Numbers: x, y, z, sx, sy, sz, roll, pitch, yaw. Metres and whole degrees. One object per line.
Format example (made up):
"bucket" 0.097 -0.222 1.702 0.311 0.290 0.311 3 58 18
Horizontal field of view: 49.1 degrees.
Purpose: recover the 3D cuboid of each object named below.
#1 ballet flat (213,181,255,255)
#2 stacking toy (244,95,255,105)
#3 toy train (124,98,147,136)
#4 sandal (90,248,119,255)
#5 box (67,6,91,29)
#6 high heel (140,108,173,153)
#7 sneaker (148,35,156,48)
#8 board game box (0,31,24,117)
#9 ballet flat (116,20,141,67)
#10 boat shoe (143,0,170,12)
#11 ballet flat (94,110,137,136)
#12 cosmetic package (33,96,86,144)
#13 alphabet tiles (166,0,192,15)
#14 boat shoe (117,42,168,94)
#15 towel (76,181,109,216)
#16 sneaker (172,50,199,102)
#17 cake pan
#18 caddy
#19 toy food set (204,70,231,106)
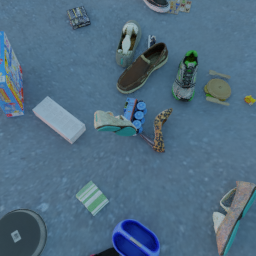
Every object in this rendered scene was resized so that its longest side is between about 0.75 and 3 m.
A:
"ballet flat" 3.595 3.062 9.877 0.958 0.970 2.849 24 61 33
"stacking toy" 6.138 -1.074 11.948 1.400 0.436 1.857 -39 73 -14
"toy train" 0.216 -0.460 11.520 0.923 0.700 1.615 9 68 14
"sandal" -1.129 4.526 9.370 1.756 0.396 0.659 -24 68 -10
"box" -2.476 -5.545 14.031 0.921 0.281 1.143 -19 67 -10
"high heel" 1.492 0.106 11.212 1.754 0.626 1.250 -46 66 -1
"sneaker" 1.145 -4.055 13.307 0.360 0.356 0.907 3 64 7
"board game box" -4.894 -2.070 11.241 0.691 2.471 2.420 -9 66 -8
"ballet flat" 0.074 -4.183 13.059 0.968 0.915 2.873 10 66 4
"boat shoe" 1.152 -6.869 14.351 0.878 0.724 2.558 -39 69 -14
"ballet flat" -0.373 -0.188 9.665 0.759 2.249 0.701 -21 73 24
"cosmetic package" -2.810 -0.333 11.505 2.128 0.539 0.878 37 71 15
"alphabet tiles" 2.445 -6.440 14.559 1.632 0.062 1.364 13 66 7
"boat shoe" 0.610 -2.757 12.302 1.097 1.099 2.970 39 71 16
"towel" -1.325 2.608 10.405 0.810 0.124 1.062 -41 71 -17
"sneaker" 2.496 -2.268 12.100 0.987 1.077 2.529 9 66 4
"cake pan" -3.845 3.801 9.720 2.012 0.369 2.012 0 65 0
"caddy" 0.263 3.847 9.421 1.672 0.878 1.182 33 70 14
"toy food set" 3.932 -1.694 12.296 1.185 0.345 1.716 16 61 -1
